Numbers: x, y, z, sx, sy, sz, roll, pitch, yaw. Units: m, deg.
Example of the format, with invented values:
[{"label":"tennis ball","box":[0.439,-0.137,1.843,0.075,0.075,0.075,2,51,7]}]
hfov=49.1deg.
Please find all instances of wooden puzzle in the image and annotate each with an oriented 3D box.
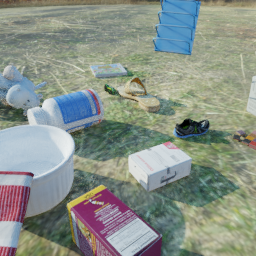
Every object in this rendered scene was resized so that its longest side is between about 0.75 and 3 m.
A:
[{"label":"wooden puzzle","box":[4.729,0.485,9.555,2.100,0.148,1.245,26,39,37]}]

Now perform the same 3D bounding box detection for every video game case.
[{"label":"video game case","box":[-1.135,-3.328,16.132,1.840,0.203,1.675,-8,31,-14]}]

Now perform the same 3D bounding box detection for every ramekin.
[{"label":"ramekin","box":[-2.681,1.079,7.375,2.637,1.286,2.637,1,30,0]}]

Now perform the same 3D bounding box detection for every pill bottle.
[{"label":"pill bottle","box":[-2.225,-0.504,10.055,2.437,1.368,1.368,-19,35,-31]}]

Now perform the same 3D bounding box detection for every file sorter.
[{"label":"file sorter","box":[2.033,-4.477,11.655,1.625,2.342,1.437,11,-2,12]}]

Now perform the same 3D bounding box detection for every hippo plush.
[{"label":"hippo plush","box":[-4.492,-1.242,11.594,2.221,1.769,1.786,29,21,-52]}]

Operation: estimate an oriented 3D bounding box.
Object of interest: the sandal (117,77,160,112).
[{"label":"sandal","box":[0.474,-1.789,12.635,1.129,1.013,3.079,-15,33,-24]}]

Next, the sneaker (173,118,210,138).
[{"label":"sneaker","box":[2.323,-0.063,10.032,1.497,0.620,0.531,-13,34,-20]}]

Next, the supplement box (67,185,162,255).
[{"label":"supplement box","box":[-0.303,2.184,5.550,0.940,1.193,1.822,-23,38,-35]}]

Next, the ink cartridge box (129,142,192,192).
[{"label":"ink cartridge box","box":[0.900,1.071,8.055,1.485,0.630,1.082,-15,33,-26]}]

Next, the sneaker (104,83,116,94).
[{"label":"sneaker","box":[-0.885,-1.891,13.580,0.370,0.339,0.868,-11,40,-32]}]

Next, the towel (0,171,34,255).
[{"label":"towel","box":[-3.091,2.135,5.174,2.113,0.334,2.934,2,59,4]}]

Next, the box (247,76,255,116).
[{"label":"box","box":[5.801,-1.142,10.928,1.369,1.598,1.590,-12,32,-15]}]
